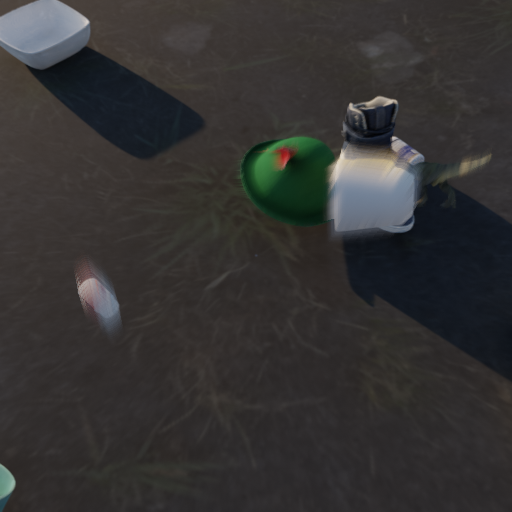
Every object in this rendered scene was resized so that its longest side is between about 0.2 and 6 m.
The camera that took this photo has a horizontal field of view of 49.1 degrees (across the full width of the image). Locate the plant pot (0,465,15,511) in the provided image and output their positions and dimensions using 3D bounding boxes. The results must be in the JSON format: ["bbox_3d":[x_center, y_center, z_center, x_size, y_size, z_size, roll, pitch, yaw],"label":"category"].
[{"bbox_3d":[-4.083,3.205,6.594,1.867,1.867,1.498,19,82,14],"label":"plant pot"}]

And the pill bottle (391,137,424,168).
[{"bbox_3d":[2.839,-2.045,11.331,0.555,0.555,1.000,-32,58,-22],"label":"pill bottle"}]

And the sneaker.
[{"bbox_3d":[2.288,-1.781,10.367,0.947,1.799,2.490,-14,55,-12],"label":"sneaker"}]

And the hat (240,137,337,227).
[{"bbox_3d":[0.971,-1.964,9.922,2.156,2.291,2.603,-2,54,-15],"label":"hat"}]

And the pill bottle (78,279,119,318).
[{"bbox_3d":[-2.190,0.594,7.809,0.552,0.315,0.315,38,62,24],"label":"pill bottle"}]

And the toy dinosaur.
[{"bbox_3d":[3.180,-1.292,9.919,0.471,1.983,0.874,6,90,-34],"label":"toy dinosaur"}]

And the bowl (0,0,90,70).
[{"bbox_3d":[-5.233,-5.363,13.748,1.965,0.735,1.968,36,60,24],"label":"bowl"}]

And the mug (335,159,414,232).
[{"bbox_3d":[1.807,-1.038,8.568,1.129,1.102,1.376,2,73,12],"label":"mug"}]
